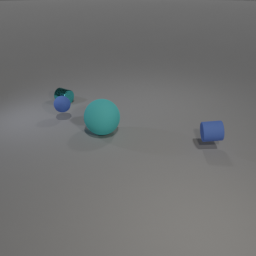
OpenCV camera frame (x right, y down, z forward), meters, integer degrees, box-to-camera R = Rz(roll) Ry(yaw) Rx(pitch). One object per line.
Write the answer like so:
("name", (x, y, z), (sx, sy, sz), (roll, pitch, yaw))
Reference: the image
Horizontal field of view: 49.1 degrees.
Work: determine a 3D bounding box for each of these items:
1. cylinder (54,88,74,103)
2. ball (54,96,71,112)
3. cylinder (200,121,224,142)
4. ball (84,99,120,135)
("cylinder", (-3.133, -1.576, 13.735), (0.700, 0.700, 0.700), (18, 33, 29))
("ball", (-2.784, -1.007, 11.847), (0.700, 0.700, 0.700), (0, 28, 0))
("cylinder", (2.937, 0.111, 9.810), (0.700, 0.700, 0.700), (-4, 28, 5))
("ball", (-1.006, -0.425, 10.842), (1.400, 1.400, 1.400), (0, 28, 0))
